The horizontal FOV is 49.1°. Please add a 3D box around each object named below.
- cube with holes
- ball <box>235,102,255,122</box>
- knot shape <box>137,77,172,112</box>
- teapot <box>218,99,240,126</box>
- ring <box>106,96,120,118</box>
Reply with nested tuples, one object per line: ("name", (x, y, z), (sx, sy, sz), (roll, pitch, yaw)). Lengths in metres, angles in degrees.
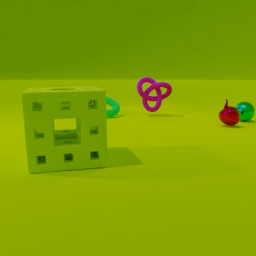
("cube with holes", (-1.190, -0.063, 5.372), (1.360, 1.360, 1.360), (-3, 12, -14))
("ball", (4.113, -0.579, 9.910), (0.706, 0.706, 0.706), (0, 11, 0))
("knot shape", (0.931, -1.437, 11.086), (1.318, 1.409, 0.651), (41, 16, -8))
("teapot", (3.243, -0.447, 8.921), (0.673, 1.082, 0.530), (6, 55, 44))
("ring", (-1.063, -0.889, 11.119), (1.537, 0.307, 1.537), (12, 31, -7))
